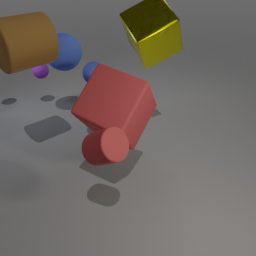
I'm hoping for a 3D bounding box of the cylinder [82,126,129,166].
[{"bbox_3d":[-0.455,0.375,5.605,0.700,0.700,0.700,-16,11,47],"label":"cylinder"}]

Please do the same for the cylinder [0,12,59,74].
[{"bbox_3d":[-2.830,-2.318,7.593,1.400,1.400,1.400,-27,40,-35],"label":"cylinder"}]

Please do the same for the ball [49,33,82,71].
[{"bbox_3d":[-2.456,-2.872,10.615,1.400,1.400,1.400,0,30,0],"label":"ball"}]

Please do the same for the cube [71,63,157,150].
[{"bbox_3d":[-0.280,-0.494,6.970,1.400,1.400,1.400,25,80,20],"label":"cube"}]

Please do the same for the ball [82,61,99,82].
[{"bbox_3d":[-1.018,-1.644,8.431,0.700,0.700,0.700,0,30,0],"label":"ball"}]

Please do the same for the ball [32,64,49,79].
[{"bbox_3d":[-3.755,-2.472,12.035,0.700,0.700,0.700,0,30,0],"label":"ball"}]

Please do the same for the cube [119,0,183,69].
[{"bbox_3d":[0.764,-3.041,8.900,1.400,1.400,1.400,-28,63,3],"label":"cube"}]
